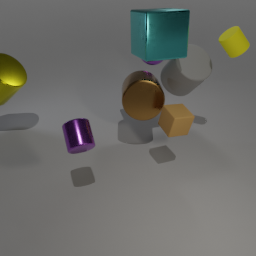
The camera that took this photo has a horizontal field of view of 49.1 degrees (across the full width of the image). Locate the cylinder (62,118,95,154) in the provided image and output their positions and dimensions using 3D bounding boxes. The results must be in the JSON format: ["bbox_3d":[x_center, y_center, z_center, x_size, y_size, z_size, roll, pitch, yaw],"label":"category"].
[{"bbox_3d":[-1.236,0.206,7.012,0.700,0.700,0.700,-11,72,-18],"label":"cylinder"}]

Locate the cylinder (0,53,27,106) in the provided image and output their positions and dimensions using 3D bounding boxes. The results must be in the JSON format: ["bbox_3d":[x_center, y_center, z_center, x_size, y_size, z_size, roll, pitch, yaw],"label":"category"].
[{"bbox_3d":[-4.602,-1.711,10.039,1.400,1.400,1.400,-31,15,32],"label":"cylinder"}]

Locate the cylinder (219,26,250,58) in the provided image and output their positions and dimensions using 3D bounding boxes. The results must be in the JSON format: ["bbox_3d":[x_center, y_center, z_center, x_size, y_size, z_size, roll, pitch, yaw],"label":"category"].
[{"bbox_3d":[3.356,-2.718,8.869,0.700,0.700,0.700,-37,24,20],"label":"cylinder"}]

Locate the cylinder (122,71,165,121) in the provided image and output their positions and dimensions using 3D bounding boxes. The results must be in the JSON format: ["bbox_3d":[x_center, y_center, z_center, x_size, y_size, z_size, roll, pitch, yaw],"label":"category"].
[{"bbox_3d":[0.487,-1.144,9.642,1.400,1.400,1.400,-1,24,-1],"label":"cylinder"}]

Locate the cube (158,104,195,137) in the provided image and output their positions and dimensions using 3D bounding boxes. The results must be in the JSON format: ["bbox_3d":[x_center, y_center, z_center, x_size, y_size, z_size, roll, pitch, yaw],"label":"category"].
[{"bbox_3d":[1.416,-0.234,8.314,0.700,0.700,0.700,-6,40,-25],"label":"cube"}]

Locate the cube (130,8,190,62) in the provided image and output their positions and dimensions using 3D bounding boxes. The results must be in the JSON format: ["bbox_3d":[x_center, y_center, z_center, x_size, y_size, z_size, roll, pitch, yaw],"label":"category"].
[{"bbox_3d":[0.956,-2.970,8.806,1.400,1.400,1.400,-9,26,-16],"label":"cube"}]

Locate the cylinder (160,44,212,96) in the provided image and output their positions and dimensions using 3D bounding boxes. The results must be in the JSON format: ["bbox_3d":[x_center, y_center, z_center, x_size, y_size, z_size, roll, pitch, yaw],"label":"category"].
[{"bbox_3d":[2.072,-2.048,10.129,1.400,1.400,1.400,5,72,-15],"label":"cylinder"}]

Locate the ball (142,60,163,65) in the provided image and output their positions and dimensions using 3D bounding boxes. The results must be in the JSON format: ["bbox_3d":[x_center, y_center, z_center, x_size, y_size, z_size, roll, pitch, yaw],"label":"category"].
[{"bbox_3d":[1.237,-3.828,13.890,1.400,1.400,1.400,0,30,0],"label":"ball"}]
